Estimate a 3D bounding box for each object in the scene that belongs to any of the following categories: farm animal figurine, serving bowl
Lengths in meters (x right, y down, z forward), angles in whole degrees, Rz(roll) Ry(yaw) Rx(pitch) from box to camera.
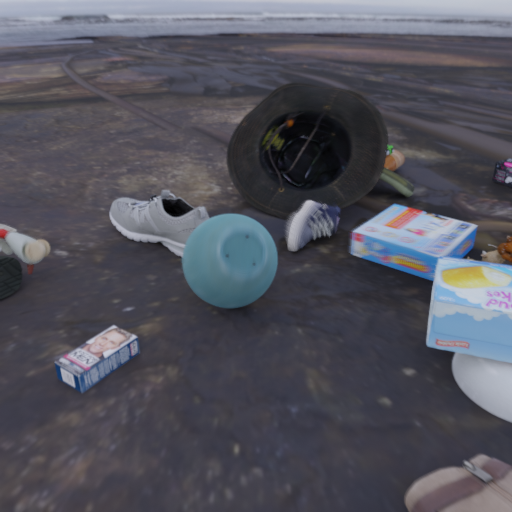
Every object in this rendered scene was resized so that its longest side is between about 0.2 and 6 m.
[{"bbox_3d":[4.087,0.368,9.629,1.554,1.571,0.819,-32,35,0],"label":"farm animal figurine"},{"bbox_3d":[3.824,1.497,7.827,2.000,0.658,2.000,0,28,0],"label":"serving bowl"}]

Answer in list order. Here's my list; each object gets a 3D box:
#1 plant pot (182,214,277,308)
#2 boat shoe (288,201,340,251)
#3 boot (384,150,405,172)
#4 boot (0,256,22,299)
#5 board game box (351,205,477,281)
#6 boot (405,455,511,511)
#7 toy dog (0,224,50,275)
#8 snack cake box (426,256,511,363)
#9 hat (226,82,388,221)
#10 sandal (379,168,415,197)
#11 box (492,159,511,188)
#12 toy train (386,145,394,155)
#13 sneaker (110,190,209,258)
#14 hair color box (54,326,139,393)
[{"bbox_3d":[-0.332,0.019,9.244,1.630,1.630,1.098,-8,-6,-16],"label":"plant pot"},{"bbox_3d":[1.252,-0.618,11.772,0.799,0.644,1.724,11,38,17],"label":"boat shoe"},{"bbox_3d":[3.111,-2.754,16.128,1.491,0.736,1.920,-27,44,-34],"label":"boot"},{"bbox_3d":[-5.723,0.535,9.588,1.898,0.984,2.906,12,22,33],"label":"boot"},{"bbox_3d":[3.230,-0.328,11.467,1.864,0.532,1.904,20,34,34],"label":"board game box"},{"bbox_3d":[2.017,2.838,5.243,2.396,0.842,1.752,-13,23,-22],"label":"boot"},{"bbox_3d":[-4.437,-0.108,10.208,1.351,0.651,0.891,20,1,13],"label":"toy dog"},{"bbox_3d":[3.598,0.788,7.608,2.351,0.790,1.352,9,28,16],"label":"snack cake box"},{"bbox_3d":[1.334,-2.338,13.902,3.929,3.929,1.585,13,-14,23],"label":"hat"},{"bbox_3d":[2.681,-2.229,14.733,3.103,0.885,1.232,38,20,32],"label":"sandal"},{"bbox_3d":[6.965,-2.162,14.967,0.657,0.571,0.995,-16,32,-30],"label":"box"},{"bbox_3d":[3.387,-3.078,15.846,0.319,0.236,1.130,-32,41,-26],"label":"toy train"},{"bbox_3d":[-1.961,-0.904,11.852,2.910,1.193,1.087,18,32,31],"label":"sneaker"},{"bbox_3d":[-2.304,1.486,8.192,0.552,0.334,1.103,18,32,31],"label":"hair color box"}]
